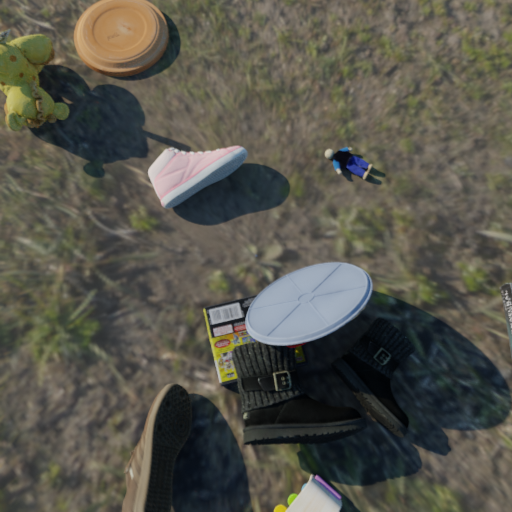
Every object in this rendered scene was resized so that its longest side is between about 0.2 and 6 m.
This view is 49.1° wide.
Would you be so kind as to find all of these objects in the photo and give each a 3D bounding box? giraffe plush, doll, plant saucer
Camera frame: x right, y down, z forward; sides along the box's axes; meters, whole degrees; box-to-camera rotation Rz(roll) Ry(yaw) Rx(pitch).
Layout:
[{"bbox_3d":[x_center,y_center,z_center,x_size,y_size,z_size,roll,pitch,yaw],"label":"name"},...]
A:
[{"bbox_3d":[-4.546,-3.274,10.941,1.756,2.035,1.650,-26,103,-14],"label":"giraffe plush"},{"bbox_3d":[1.783,-1.841,11.037,0.937,0.227,0.639,29,73,9],"label":"doll"},{"bbox_3d":[-2.897,-4.766,11.988,2.006,0.324,2.006,0,71,1],"label":"plant saucer"}]

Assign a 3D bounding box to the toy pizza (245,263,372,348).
[{"bbox_3d":[0.871,0.821,9.232,2.185,2.185,0.346,-28,114,-9],"label":"toy pizza"}]

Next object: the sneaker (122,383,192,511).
[{"bbox_3d":[-1.729,3.191,9.003,0.887,0.827,2.347,-19,45,34],"label":"sneaker"}]

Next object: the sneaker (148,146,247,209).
[{"bbox_3d":[-1.182,-1.804,10.751,1.928,0.726,1.008,-32,79,-6],"label":"sneaker"}]

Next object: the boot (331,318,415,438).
[{"bbox_3d":[2.270,2.023,9.490,1.298,0.653,1.735,-37,76,-13],"label":"boot"}]

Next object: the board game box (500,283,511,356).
[{"bbox_3d":[5.736,2.226,9.494,2.523,0.525,3.730,-1,71,0],"label":"board game box"}]

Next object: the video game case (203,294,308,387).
[{"bbox_3d":[-0.021,1.420,9.933,1.580,0.201,1.428,-13,71,-5],"label":"video game case"}]

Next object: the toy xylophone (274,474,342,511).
[{"bbox_3d":[0.728,4.435,8.781,1.775,0.446,1.299,-39,75,-12],"label":"toy xylophone"}]

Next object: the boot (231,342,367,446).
[{"bbox_3d":[0.713,2.198,9.240,2.197,0.827,1.642,4,61,-18],"label":"boot"}]
